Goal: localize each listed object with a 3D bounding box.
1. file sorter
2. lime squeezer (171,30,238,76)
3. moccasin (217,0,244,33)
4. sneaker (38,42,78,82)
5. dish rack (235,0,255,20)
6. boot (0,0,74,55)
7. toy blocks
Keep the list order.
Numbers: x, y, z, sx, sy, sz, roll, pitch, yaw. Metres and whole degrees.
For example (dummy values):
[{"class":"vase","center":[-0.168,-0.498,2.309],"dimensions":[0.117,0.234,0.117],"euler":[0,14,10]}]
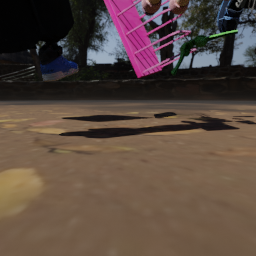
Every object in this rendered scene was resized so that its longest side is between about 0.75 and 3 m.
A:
[{"class":"file sorter","center":[0.832,-3.297,8.956],"dimensions":[1.708,2.724,1.893],"euler":[-21,6,30]},{"class":"lime squeezer","center":[1.521,-1.784,6.106],"dimensions":[1.680,0.317,0.593],"euler":[-33,31,-1]},{"class":"moccasin","center":[2.884,-3.305,7.772],"dimensions":[0.650,1.615,0.551],"euler":[-9,42,-6]},{"class":"sneaker","center":[-2.209,-2.232,8.982],"dimensions":[0.767,1.112,1.998],"euler":[-1,21,16]},{"class":"dish rack","center":[2.924,-1.958,4.803],"dimensions":[1.644,0.585,2.144],"euler":[5,45,0]},{"class":"boot","center":[-1.178,-2.610,4.021],"dimensions":[2.920,2.453,1.115],"euler":[-36,61,-19]},{"class":"toy blocks","center":[1.152,-3.444,6.157],"dimensions":[2.007,1.876,1.690],"euler":[-9,0,-7]}]
